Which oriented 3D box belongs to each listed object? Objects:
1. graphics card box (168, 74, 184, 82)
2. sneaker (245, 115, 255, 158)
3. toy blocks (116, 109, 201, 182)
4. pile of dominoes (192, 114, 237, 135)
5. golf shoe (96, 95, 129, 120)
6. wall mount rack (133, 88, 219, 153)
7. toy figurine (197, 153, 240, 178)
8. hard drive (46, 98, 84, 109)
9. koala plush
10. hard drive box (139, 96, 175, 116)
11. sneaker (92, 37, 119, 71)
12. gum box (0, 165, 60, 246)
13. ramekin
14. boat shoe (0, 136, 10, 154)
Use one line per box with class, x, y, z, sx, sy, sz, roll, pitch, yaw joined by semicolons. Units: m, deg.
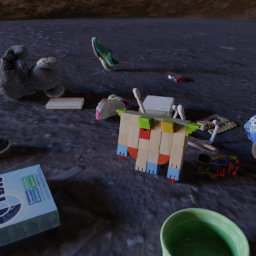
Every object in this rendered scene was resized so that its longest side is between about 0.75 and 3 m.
graphics card box;2.559;-2.660;14.924;0.511;0.207;0.814;-12;28;-22
sneaker;4.139;0.245;8.615;0.998;0.981;2.591;-13;17;40
toy blocks;0.634;0.464;7.332;2.285;1.562;1.142;12;13;21
pile of dominoes;3.124;-0.213;10.039;1.418;0.226;1.105;-17;31;-30
golf shoe;-0.568;-0.789;10.709;0.850;0.699;1.857;14;31;19
wall mount rack;1.406;-0.242;8.510;2.872;1.071;2.495;26;11;41
toy figurine;2.373;0.981;7.628;1.097;0.579;0.657;4;-2;3
hard drive;-2.605;-1.039;11.731;1.392;0.183;0.918;0;27;-1
koala plush;-4.072;-2.199;12.156;2.480;2.199;2.279;3;39;5
hard drive box;1.123;-0.716;10.664;1.118;0.551;1.435;7;28;15
sneaker;-1.295;-4.330;16.065;0.867;2.178;0.844;-18;39;27
gum box;-2.753;1.691;5.967;2.157;0.481;1.833;-13;30;-24
ramekin;1.265;2.142;4.815;1.438;0.703;1.438;0;27;0
boat shoe;-4.612;0.502;8.108;2.179;0.674;0.816;-8;28;-16
